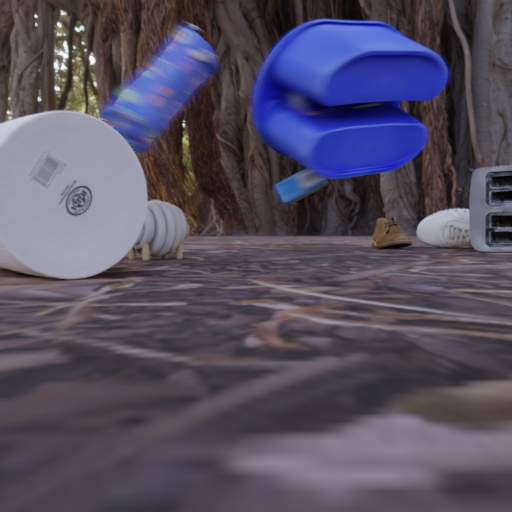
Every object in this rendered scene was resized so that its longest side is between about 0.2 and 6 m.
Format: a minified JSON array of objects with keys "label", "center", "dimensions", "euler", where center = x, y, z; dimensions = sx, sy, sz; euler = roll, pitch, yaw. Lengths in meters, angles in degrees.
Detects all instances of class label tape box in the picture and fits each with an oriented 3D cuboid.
[{"label":"label tape box","center":[1.025,-1.557,12.308],"dimensions":[1.005,0.464,1.403],"euler":[-28,0,9]}]

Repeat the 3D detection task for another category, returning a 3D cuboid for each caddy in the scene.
[{"label":"caddy","center":[1.770,-3.067,10.852],"dimensions":[3.774,2.668,1.981],"euler":[-11,38,-30]}]

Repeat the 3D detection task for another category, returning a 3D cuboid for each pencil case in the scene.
[{"label":"pencil case","center":[-1.290,-2.329,7.815],"dimensions":[0.835,1.923,0.750],"euler":[8,-34,51]}]

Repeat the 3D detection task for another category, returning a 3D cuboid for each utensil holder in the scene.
[{"label":"utensil holder","center":[-2.283,-0.602,5.842],"dimensions":[1.674,1.674,1.970],"euler":[-2,6,-42]}]

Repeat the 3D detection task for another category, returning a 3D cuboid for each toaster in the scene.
[{"label":"toaster","center":[5.553,-1.027,12.039],"dimensions":[2.096,1.896,1.244],"euler":[2,3,31]}]

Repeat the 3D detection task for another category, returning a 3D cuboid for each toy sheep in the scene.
[{"label":"toy sheep","center":[-1.618,-0.402,8.783],"dimensions":[0.991,0.991,1.438],"euler":[2,3,38]}]

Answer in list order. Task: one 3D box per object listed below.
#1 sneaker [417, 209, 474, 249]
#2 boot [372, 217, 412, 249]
[{"label":"sneaker","center":[5.416,-0.617,14.034],"dimensions":[2.834,1.065,1.148],"euler":[1,11,30]},{"label":"boot","center":[3.463,-0.598,14.577],"dimensions":[0.829,0.850,2.252],"euler":[2,4,-2]}]
